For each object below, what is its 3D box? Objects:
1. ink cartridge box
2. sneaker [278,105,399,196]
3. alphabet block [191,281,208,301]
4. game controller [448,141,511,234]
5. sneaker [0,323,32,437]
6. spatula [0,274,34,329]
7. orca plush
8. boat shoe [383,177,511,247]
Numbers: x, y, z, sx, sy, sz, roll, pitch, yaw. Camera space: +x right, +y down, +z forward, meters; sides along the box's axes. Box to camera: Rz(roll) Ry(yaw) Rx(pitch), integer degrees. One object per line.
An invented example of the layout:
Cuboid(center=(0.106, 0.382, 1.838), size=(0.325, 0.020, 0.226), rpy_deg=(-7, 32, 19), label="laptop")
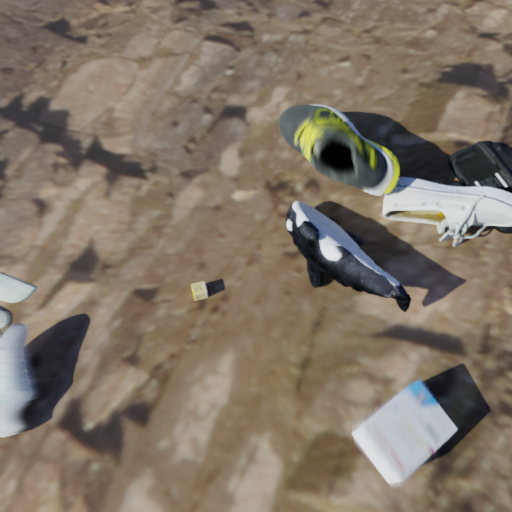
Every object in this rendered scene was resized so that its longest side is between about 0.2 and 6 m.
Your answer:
Cuboid(center=(2.022, 2.415, 7.686), size=(1.148, 0.486, 0.830), rpy_deg=(-30, 74, -25), label="ink cartridge box")
Cuboid(center=(1.249, -2.018, 9.814), size=(1.163, 1.023, 2.748), rpy_deg=(2, 29, -47), label="sneaker")
Cuboid(center=(-0.927, 0.575, 9.178), size=(0.227, 0.222, 0.223), rpy_deg=(-13, 58, -9), label="alphabet block")
Cuboid(center=(4.397, -1.298, 10.283), size=(1.028, 0.415, 1.970), rpy_deg=(-25, 60, 2), label="game controller")
Cuboid(center=(-3.580, 1.830, 8.233), size=(0.666, 0.584, 1.661), rpy_deg=(10, 71, -3), label="sneaker")
Cuboid(center=(-4.962, 0.739, 9.111), size=(2.172, 0.174, 1.510), rpy_deg=(20, 62, 11), label="spatula")
Cuboid(center=(1.331, 0.175, 9.225), size=(2.632, 0.936, 1.385), rpy_deg=(37, 25, 20), label="orca plush")
Cuboid(center=(3.320, -0.641, 9.518), size=(2.394, 0.884, 1.021), rpy_deg=(13, 68, 16), label="boat shoe")
